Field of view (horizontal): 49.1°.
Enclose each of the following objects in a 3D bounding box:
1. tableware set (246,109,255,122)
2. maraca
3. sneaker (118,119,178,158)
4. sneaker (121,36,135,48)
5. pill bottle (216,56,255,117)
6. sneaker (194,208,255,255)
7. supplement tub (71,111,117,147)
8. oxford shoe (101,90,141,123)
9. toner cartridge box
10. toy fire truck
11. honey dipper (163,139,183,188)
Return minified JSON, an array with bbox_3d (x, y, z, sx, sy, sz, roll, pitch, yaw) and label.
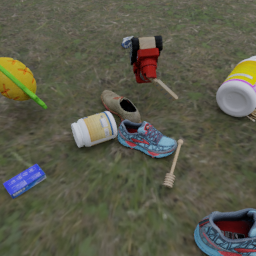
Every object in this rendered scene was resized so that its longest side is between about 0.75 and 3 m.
[{"bbox_3d":[5.087,-0.386,10.587,0.723,0.219,1.094,-24,49,-22],"label":"tableware set"},{"bbox_3d":[-3.878,-1.544,9.961,2.452,1.681,1.312,41,84,-3],"label":"maraca"},{"bbox_3d":[0.619,0.300,9.323,2.118,1.012,0.840,14,46,13],"label":"sneaker"},{"bbox_3d":[-0.092,-4.502,14.697,0.475,0.430,1.115,14,38,28],"label":"sneaker"},{"bbox_3d":[4.699,-1.776,11.076,1.486,1.486,2.850,26,50,24],"label":"pill bottle"},{"bbox_3d":[3.131,2.616,6.716,2.864,1.368,1.136,2,45,2],"label":"sneaker"},{"bbox_3d":[-1.155,0.060,9.588,1.365,0.987,0.987,-18,47,-18],"label":"supplement tub"},{"bbox_3d":[-0.262,-0.949,10.695,0.815,0.865,2.314,-29,52,-26],"label":"oxford shoe"},{"bbox_3d":[-3.134,1.611,8.544,1.123,0.242,0.533,-32,54,-28],"label":"toner cartridge box"},{"bbox_3d":[0.901,-1.995,10.292,1.457,1.993,2.265,-5,84,-2],"label":"toy fire truck"},{"bbox_3d":[1.415,1.045,8.558,0.294,0.294,1.549,14,70,14],"label":"honey dipper"}]
